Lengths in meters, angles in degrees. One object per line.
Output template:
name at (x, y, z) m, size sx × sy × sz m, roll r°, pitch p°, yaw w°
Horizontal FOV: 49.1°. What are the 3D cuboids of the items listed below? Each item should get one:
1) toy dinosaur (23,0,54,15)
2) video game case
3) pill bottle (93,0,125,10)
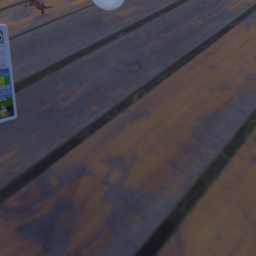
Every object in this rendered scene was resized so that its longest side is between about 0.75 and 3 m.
toy dinosaur at (-2.191, -2.998, 6.621) m, size 0.823 × 0.353 × 0.558 m, roll 24°, pitch 0°, yaw -13°
video game case at (-3.570, -1.058, 5.945) m, size 0.278 × 2.307 × 2.531 m, roll 9°, pitch 19°, yaw 28°
pill bottle at (-0.272, -2.701, 5.208) m, size 0.655 × 0.655 × 1.169 m, roll 6°, pitch 42°, yaw 6°
